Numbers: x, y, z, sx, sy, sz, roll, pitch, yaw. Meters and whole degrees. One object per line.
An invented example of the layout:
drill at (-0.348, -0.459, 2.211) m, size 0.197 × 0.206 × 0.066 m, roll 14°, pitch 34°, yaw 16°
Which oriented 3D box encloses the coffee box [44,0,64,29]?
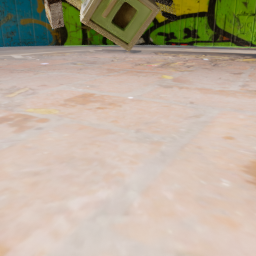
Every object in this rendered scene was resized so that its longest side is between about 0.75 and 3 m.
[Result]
coffee box at (-2.985, -4.791, 11.266) m, size 0.532 × 0.763 × 1.334 m, roll -22°, pitch -19°, yaw -17°

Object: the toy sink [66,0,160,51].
toy sink at (-0.519, -3.509, 7.847) m, size 2.310 × 1.506 × 1.294 m, roll 27°, pitch 30°, yaw -27°

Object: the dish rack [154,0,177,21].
dish rack at (1.406, -4.387, 10.348) m, size 0.819 × 1.068 × 0.291 m, roll 2°, pitch -23°, yaw -28°
